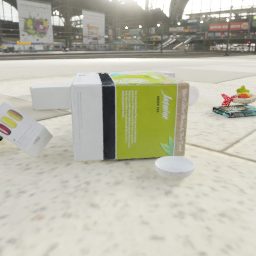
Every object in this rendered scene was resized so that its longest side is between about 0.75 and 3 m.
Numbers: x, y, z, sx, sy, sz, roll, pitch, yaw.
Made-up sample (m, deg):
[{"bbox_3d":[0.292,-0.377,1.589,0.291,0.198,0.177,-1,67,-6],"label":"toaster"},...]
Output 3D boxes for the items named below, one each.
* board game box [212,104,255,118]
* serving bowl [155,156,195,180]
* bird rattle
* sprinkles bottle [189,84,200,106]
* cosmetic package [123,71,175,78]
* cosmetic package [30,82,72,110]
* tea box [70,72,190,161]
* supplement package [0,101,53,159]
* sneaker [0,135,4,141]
[{"bbox_3d":[4.329,-0.670,10.947,1.664,0.234,1.125,-5,18,-17],"label":"board game box"},{"bbox_3d":[0.972,0.865,5.863,0.826,0.272,0.826,1,17,0],"label":"serving bowl"},{"bbox_3d":[4.812,-1.328,11.999,1.541,0.868,1.257,-12,19,-32],"label":"bird rattle"},{"bbox_3d":[2.242,-1.757,13.313,0.917,0.917,2.686,-7,18,-23],"label":"sprinkles bottle"},{"bbox_3d":[1.207,-2.821,16.605,2.851,1.016,1.446,-4,17,-12],"label":"cosmetic package"},{"bbox_3d":[-2.657,-1.420,12.098,2.740,0.976,1.390,-3,17,-9],"label":"cosmetic package"},{"bbox_3d":[-0.096,-0.488,7.563,2.707,1.838,2.751,-2,17,-9],"label":"tea box"},{"bbox_3d":[-2.561,0.054,6.641,1.257,0.715,0.688,29,-17,13],"label":"supplement package"},{"bbox_3d":[-3.717,0.019,7.904,0.886,0.766,2.024,-5,17,-35],"label":"sneaker"}]
